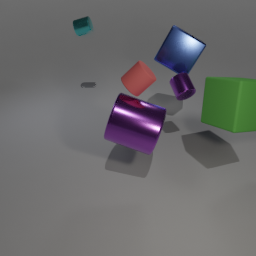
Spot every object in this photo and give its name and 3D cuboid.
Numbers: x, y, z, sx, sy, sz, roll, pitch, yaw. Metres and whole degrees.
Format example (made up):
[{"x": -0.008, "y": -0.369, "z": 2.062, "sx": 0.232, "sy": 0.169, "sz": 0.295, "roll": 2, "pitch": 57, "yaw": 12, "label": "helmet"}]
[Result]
[{"x": 0.198, "y": -0.117, "z": 7.904, "sx": 1.400, "sy": 1.400, "sz": 1.400, "roll": 20, "pitch": 33, "yaw": 0, "label": "cylinder"}, {"x": -1.960, "y": -4.457, "z": 12.290, "sx": 0.700, "sy": 0.700, "sz": 0.700, "roll": -12, "pitch": 30, "yaw": 12, "label": "cylinder"}, {"x": 0.289, "y": -1.337, "z": 7.594, "sx": 0.700, "sy": 0.700, "sz": 0.700, "roll": -40, "pitch": 24, "yaw": 21, "label": "cylinder"}, {"x": 3.177, "y": -0.729, "z": 8.171, "sx": 1.400, "sy": 1.400, "sz": 1.400, "roll": -3, "pitch": 15, "yaw": -25, "label": "cube"}, {"x": 1.866, "y": -1.413, "z": 9.587, "sx": 0.700, "sy": 0.700, "sz": 0.700, "roll": -12, "pitch": 67, "yaw": -19, "label": "cylinder"}, {"x": 1.982, "y": -2.978, "z": 10.786, "sx": 1.400, "sy": 1.400, "sz": 1.400, "roll": 30, "pitch": 23, "yaw": -2, "label": "cube"}]
